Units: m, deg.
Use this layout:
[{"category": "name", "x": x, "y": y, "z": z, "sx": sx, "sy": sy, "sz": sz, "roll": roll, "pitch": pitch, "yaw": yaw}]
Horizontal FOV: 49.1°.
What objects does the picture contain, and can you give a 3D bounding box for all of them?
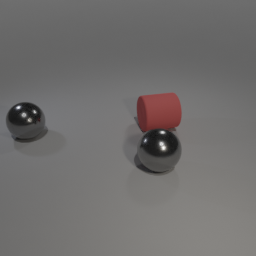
[{"category": "ball", "x": -3.809, "y": -0.272, "z": 10.461, "sx": 1.400, "sy": 1.400, "sz": 1.400, "roll": 0, "pitch": 30, "yaw": 0}, {"category": "ball", "x": 0.987, "y": 0.685, "z": 8.842, "sx": 1.400, "sy": 1.400, "sz": 1.400, "roll": 0, "pitch": 30, "yaw": 0}, {"category": "cylinder", "x": 1.194, "y": -0.638, "z": 11.036, "sx": 1.400, "sy": 1.400, "sz": 1.400, "roll": -7, "pitch": 31, "yaw": -13}]
